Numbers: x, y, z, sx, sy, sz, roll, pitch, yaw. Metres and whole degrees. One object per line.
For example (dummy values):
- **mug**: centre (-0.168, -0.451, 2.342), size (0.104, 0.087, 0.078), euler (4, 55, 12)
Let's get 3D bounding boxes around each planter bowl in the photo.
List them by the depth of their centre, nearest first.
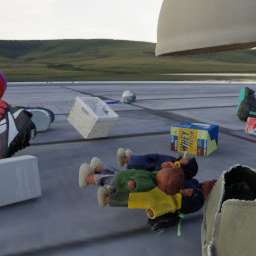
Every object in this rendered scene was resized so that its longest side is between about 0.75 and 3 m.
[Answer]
- **planter bowl**: centre (2.004, -2.750, 6.272), size (2.948, 1.984, 2.948), euler (-6, 11, 1)

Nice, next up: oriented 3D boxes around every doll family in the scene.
- **doll family**: centre (0.439, 0.669, 3.428), size (1.248, 0.847, 2.160), euler (0, 7, 24)

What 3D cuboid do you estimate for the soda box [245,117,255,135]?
- **soda box**: centre (3.635, 0.045, 7.187), size (0.486, 0.440, 1.387), euler (6, 10, -12)

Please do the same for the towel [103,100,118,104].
- **towel**: centre (-1.117, -1.440, 15.605), size (0.796, 0.131, 1.099), euler (-10, 13, -30)

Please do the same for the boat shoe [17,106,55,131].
- **boat shoe**: centre (-3.336, -0.259, 8.250), size (2.274, 0.805, 1.032), euler (4, 7, -4)

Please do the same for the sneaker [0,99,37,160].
- **sneaker**: centre (-2.208, 0.169, 5.224), size (0.945, 0.684, 1.935), euler (14, 32, -22)

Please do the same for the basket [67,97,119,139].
- **basket**: centre (-0.908, -0.273, 7.268), size (0.902, 0.732, 0.911), euler (43, 26, 24)

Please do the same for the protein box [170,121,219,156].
- **protein box**: centre (1.491, 0.213, 6.256), size (0.820, 0.554, 0.815), euler (7, 14, 33)

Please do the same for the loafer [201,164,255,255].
- **loafer**: centre (0.925, 0.918, 2.005), size (0.926, 0.858, 2.462), euler (1, 12, 7)

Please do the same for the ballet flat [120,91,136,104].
- **ballet flat**: centre (-0.018, -1.798, 15.946), size (0.685, 0.685, 1.905), euler (3, 12, 16)

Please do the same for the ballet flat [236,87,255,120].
- **ballet flat**: centre (4.783, -0.857, 10.839), size (1.025, 1.019, 2.997), euler (14, 26, 19)

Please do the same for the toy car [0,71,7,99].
- **toy car**: centre (-4.019, -1.190, 7.422), size (1.490, 1.739, 1.987), euler (3, 20, -22)

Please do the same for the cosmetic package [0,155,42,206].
- **cosmetic package**: centre (-1.730, 0.717, 3.655), size (1.067, 0.570, 0.481), euler (-6, 3, -31)
